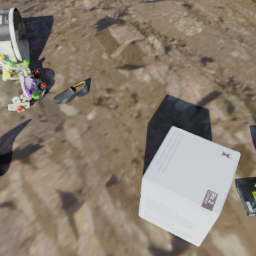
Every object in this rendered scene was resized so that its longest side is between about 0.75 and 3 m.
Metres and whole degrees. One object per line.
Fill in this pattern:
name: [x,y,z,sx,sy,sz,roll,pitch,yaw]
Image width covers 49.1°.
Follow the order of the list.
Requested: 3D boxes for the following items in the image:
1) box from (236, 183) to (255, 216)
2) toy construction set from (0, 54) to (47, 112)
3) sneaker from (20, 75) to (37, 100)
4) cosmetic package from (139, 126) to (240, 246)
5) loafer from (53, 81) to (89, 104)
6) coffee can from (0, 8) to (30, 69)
box: [3.355,1.836,7.277,0.802,0.197,0.830,-3,50,-6]
toy construction set: [-3.593,-1.519,9.461,1.363,0.957,2.078,1,60,-45]
sneaker: [-3.112,-1.321,8.847,0.465,0.423,1.051,-12,53,-17]
cosmetic package: [1.339,1.370,6.493,1.633,1.979,1.631,22,54,18]
loafer: [-1.990,-1.246,9.663,1.306,0.472,0.476,-29,57,-21]
coffee can: [-5.306,-3.123,10.157,2.877,2.105,2.105,-7,51,-7]
